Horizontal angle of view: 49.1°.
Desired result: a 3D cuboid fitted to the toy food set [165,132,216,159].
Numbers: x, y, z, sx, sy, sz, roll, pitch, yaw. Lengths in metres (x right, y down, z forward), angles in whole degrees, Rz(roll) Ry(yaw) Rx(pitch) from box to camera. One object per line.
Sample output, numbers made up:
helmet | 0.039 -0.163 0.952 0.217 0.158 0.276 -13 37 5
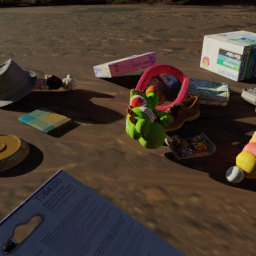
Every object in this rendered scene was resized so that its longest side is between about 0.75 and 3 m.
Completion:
toy food set | 1.839 0.454 8.425 1.318 0.398 0.946 -6 30 -11

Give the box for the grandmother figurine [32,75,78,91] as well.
grandmother figurine | -3.559 -1.980 12.461 2.639 0.799 1.600 0 40 -7

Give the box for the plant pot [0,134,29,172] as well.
plant pot | -3.908 0.666 8.202 1.918 0.264 1.918 0 29 0

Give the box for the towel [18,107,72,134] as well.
towel | -2.950 -0.271 9.975 1.617 0.175 1.186 21 36 30

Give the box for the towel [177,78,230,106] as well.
towel | 3.265 -1.568 11.928 2.071 0.499 1.772 9 30 16

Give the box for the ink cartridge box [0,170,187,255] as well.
ink cartridge box | -0.774 2.272 4.132 2.810 0.608 2.759 31 38 12

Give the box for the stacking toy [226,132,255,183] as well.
stacking toy | 3.238 0.922 7.250 1.676 1.224 1.224 -31 38 -13

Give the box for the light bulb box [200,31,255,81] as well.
light bulb box | 5.878 -3.892 14.751 2.831 1.766 2.806 -15 33 -24

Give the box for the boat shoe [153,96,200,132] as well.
boat shoe | 1.699 -0.531 9.788 2.297 0.776 0.827 -24 37 -36

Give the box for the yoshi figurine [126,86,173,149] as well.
yoshi figurine | 0.616 -0.225 8.690 1.463 1.468 2.613 14 31 1

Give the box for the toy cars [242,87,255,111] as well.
toy cars | 5.000 -0.854 10.561 1.314 0.649 2.932 13 26 -2

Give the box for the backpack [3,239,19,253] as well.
backpack | -2.691 2.328 4.176 1.749 1.289 1.916 22 35 34

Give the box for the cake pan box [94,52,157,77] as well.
cake pan box | -0.139 -3.013 13.465 2.521 0.660 2.322 -19 18 -18

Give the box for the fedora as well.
fedora | -4.993 -2.031 11.534 2.223 1.135 2.513 -26 35 -4

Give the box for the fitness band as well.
fitness band | 1.371 -1.548 11.168 1.954 0.509 2.720 16 54 15

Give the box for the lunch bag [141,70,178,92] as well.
lunch bag | 1.397 -2.147 12.618 1.460 0.930 1.241 24 35 17
